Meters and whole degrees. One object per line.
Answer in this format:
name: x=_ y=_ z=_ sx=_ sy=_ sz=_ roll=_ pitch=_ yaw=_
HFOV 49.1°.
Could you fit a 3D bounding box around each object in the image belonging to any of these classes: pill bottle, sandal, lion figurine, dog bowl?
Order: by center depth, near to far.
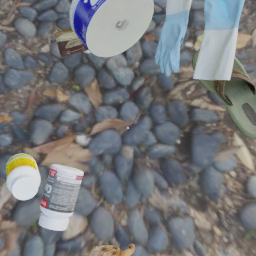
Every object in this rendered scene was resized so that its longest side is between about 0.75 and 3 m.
lion figurine: x=-0.021 y=2.442 z=4.522 sx=1.430 sy=0.876 sz=0.518 roll=41 pitch=109 yaw=26
pill bottle: x=-1.793 y=0.833 z=4.788 sx=0.535 sy=0.535 sz=0.948 roll=-32 pitch=26 yaw=-13
dog bowl: x=-0.313 y=-2.318 z=5.799 sx=1.683 sy=1.683 sz=0.663 roll=-32 pitch=69 yaw=-13
pill bottle: x=-1.515 y=1.533 z=6.258 sx=0.751 sy=0.751 sz=1.318 roll=14 pitch=84 yaw=6
sandal: x=2.726 y=-1.028 z=7.114 sx=1.102 sy=0.792 sz=2.775 roll=-36 pitch=79 yaw=6

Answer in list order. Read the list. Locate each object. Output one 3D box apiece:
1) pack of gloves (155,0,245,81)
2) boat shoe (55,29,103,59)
pack of gloves: x=1.579 y=-2.743 z=6.999 sx=0.584 sy=2.486 sz=2.959 roll=4 pitch=97 yaw=-41
boat shoe: x=-0.809 y=-2.436 z=8.010 sx=2.431 sy=0.875 sz=0.877 roll=-7 pitch=24 yaw=-4
